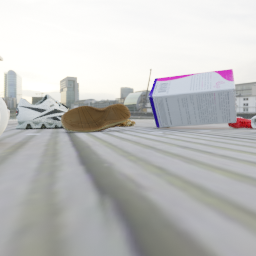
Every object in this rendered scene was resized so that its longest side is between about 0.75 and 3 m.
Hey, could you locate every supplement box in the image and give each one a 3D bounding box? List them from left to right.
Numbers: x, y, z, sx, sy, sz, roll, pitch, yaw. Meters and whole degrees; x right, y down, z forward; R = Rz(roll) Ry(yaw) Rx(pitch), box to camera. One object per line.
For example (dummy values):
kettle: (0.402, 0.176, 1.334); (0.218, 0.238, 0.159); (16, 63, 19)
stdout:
supplement box: (2.212, -0.983, 9.456); (2.653, 1.371, 1.342); (-4, 36, 21)

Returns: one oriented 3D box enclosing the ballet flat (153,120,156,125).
ballet flat: (1.348, -0.314, 11.096); (0.696, 0.627, 1.849); (-9, 5, 5)

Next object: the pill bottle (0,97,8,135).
pill bottle: (-1.949, -0.154, 3.570); (0.783, 0.783, 1.369); (-1, 2, -23)

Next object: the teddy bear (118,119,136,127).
teddy bear: (-0.317, -0.270, 11.574); (1.299, 0.434, 0.942); (2, 1, 44)

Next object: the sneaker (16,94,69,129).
sneaker: (-2.451, -0.559, 9.655); (2.687, 1.189, 0.995); (0, 0, -42)

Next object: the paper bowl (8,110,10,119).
paper bowl: (-6.931, -0.608, 14.386); (1.543, 0.803, 1.543); (6, 3, 0)

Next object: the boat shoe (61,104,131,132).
boat shoe: (-0.894, -0.172, 7.568); (2.023, 0.730, 0.728); (-15, -20, -37)

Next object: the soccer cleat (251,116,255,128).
soccer cleat: (3.850, -0.194, 6.314); (0.970, 0.781, 2.276); (-14, 6, -20)

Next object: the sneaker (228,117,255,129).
sneaker: (3.830, -0.161, 9.035); (1.054, 0.413, 0.609); (-2, 1, -8)
